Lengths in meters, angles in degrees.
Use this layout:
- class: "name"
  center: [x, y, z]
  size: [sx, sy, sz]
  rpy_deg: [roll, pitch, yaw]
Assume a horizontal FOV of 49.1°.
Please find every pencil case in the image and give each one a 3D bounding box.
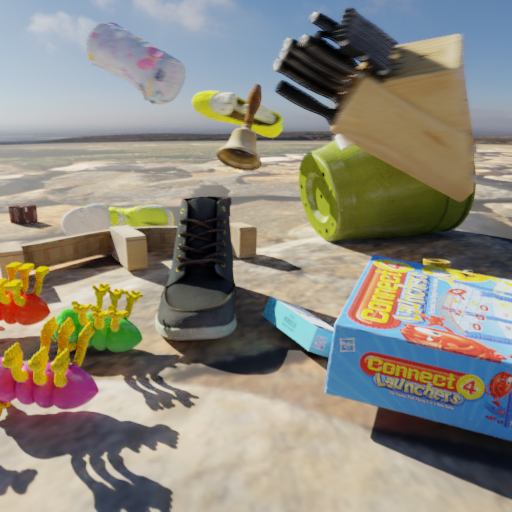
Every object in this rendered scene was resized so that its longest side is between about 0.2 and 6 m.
- class: "pencil case"
  center: [-2.304, -3.659, 10.631]
  size: [2.065, 0.937, 0.859]
  rpy_deg: [37, 14, 23]

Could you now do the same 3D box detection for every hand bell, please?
- class: "hand bell"
  center: [-0.146, -2.594, 10.841]
  size: [0.875, 1.681, 0.875]
  rpy_deg: [12, -16, 4]

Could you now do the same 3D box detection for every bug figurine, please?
- class: "bug figurine"
  center: [-2.848, 0.960, 6.356]
  size: [2.746, 0.911, 3.541]
  rpy_deg: [7, 11, 3]

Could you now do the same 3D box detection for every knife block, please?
- class: "knife block"
  center: [2.109, -2.603, 10.158]
  size: [3.265, 3.719, 1.190]
  rpy_deg: [-3, 46, 26]

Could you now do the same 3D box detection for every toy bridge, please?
- class: "toy bridge"
  center: [-2.548, -0.176, 11.016]
  size: [4.951, 0.674, 1.664]
  rpy_deg: [-7, 14, -24]

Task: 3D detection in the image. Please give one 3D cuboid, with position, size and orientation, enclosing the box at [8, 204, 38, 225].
- class: "box"
  center: [-6.209, -1.117, 14.923]
  size: [0.557, 0.462, 0.457]
  rpy_deg: [6, 16, 23]

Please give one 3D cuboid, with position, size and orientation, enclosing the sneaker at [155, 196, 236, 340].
- class: "sneaker"
  center: [-0.883, 0.052, 8.256]
  size: [1.157, 1.644, 3.095]
  rpy_deg: [-1, 15, -3]

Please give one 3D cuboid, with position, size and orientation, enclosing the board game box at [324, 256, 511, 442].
- class: "board game box"
  center: [2.381, 0.912, 6.225]
  size: [2.686, 0.767, 2.743]
  rpy_deg: [11, 18, 16]

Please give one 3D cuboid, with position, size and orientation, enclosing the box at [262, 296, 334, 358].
- class: "box"
  center: [0.610, 0.919, 7.272]
  size: [0.525, 0.314, 1.277]
  rpy_deg: [22, 4, -28]

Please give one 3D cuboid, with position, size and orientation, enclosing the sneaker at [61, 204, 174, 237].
- class: "sneaker"
  center: [-3.097, -0.667, 12.888]
  size: [2.474, 0.937, 1.299]
  rpy_deg: [0, -2, -3]

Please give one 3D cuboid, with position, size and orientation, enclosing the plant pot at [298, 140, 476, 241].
- class: "plant pot"
  center: [2.736, -1.696, 12.960]
  size: [3.063, 3.181, 3.181]
  rpy_deg: [-17, 19, -15]

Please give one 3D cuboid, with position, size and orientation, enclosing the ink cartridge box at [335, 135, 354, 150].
- class: "ink cartridge box"
  center: [2.023, -2.449, 11.389]
  size: [0.740, 0.312, 0.540]
  rpy_deg: [-22, 1, 5]

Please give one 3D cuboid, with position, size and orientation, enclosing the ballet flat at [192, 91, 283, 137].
- class: "ballet flat"
  center: [-0.412, -3.597, 13.744]
  size: [2.349, 0.785, 0.787]
  rpy_deg: [19, -12, -6]

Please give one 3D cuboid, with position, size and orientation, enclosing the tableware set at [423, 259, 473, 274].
- class: "tableware set"
  center: [3.950, 0.429, 8.695]
  size: [3.115, 0.478, 2.099]
  rpy_deg: [9, 9, 44]
